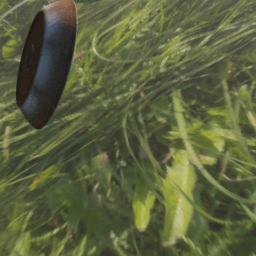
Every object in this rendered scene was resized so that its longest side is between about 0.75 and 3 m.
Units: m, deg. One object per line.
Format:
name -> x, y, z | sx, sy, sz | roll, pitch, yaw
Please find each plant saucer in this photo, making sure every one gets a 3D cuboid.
plant saucer -> -1.239, -0.924, 3.940 | 0.344, 1.882, 1.882 | 12, 52, -30

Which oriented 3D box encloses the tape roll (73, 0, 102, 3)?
tape roll -> -1.193, -3.273, 5.509 | 2.044, 2.044, 0.675 | 7, 87, 4
